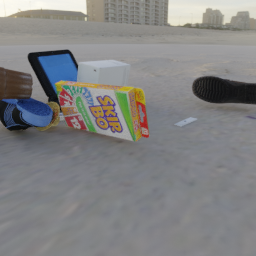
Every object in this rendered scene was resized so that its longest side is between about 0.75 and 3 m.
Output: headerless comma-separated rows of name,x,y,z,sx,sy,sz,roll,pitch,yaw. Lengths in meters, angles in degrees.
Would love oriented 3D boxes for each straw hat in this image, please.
straw hat,-2.097,-0.249,7.695,0.931,0.931,0.394,16,-12,38

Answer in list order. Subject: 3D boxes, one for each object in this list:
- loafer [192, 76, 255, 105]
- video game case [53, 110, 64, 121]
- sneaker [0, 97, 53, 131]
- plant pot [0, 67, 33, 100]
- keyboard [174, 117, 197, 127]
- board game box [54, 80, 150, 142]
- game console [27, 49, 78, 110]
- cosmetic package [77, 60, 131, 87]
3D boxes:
loafer,3.379,-1.196,9.468,2.407,0.879,0.854,14,11,21
video game case,-2.552,-0.422,8.616,1.410,0.165,1.282,-10,22,-26
sneaker,-2.647,-0.275,7.092,0.823,0.915,2.348,-2,19,-41
plant pot,-2.708,-1.007,6.538,0.814,0.822,0.822,2,16,-33
keyboard,1.690,-0.183,8.150,0.249,0.047,0.885,11,22,42
board game box,-0.677,-0.445,6.743,2.579,1.232,0.387,9,33,33
game console,-1.612,-1.661,9.538,2.429,1.608,2.762,12,21,14
cosmetic package,-0.818,-1.734,9.834,0.891,1.130,2.100,21,22,24
